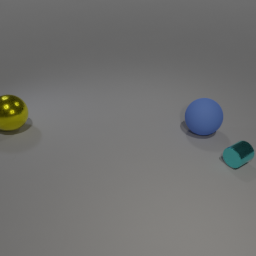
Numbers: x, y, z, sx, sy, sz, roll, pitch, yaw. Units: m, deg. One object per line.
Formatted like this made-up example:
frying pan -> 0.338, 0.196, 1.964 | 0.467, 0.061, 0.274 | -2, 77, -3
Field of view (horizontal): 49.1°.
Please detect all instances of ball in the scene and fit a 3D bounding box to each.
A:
ball -> -4.550, -0.583, 10.724 | 1.400, 1.400, 1.400 | 0, 31, 0
ball -> 2.847, -0.428, 10.527 | 1.400, 1.400, 1.400 | 0, 31, 0

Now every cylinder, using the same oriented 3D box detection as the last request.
cylinder -> 3.558, 0.843, 9.021 | 0.700, 0.700, 0.700 | -22, 37, -27
